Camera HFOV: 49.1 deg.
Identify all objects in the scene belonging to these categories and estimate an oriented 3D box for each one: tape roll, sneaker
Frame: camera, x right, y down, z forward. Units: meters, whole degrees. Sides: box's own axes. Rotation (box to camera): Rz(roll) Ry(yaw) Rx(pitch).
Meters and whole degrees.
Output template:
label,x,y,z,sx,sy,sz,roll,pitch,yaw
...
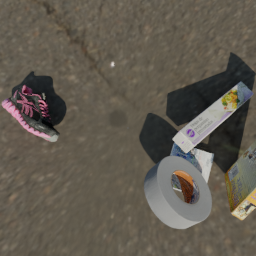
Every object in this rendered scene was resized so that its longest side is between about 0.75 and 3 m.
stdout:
label,x,y,z,sx,sy,sz,roll,pitch,yaw
tape roll,1.182,1.482,6.579,1.629,0.538,1.629,23,45,-25
sneaker,-2.483,-0.469,7.561,2.123,0.839,1.013,37,84,25

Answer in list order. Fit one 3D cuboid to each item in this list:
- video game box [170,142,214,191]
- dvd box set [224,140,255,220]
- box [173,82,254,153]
label,x,y,z,sx,sy,sz,roll,pitch,yaw
video game box,1.620,1.128,7.583,1.122,0.288,1.231,18,74,3
dvd box set,3.125,0.761,6.380,0.347,1.725,2.358,33,114,0
box,2.335,-0.343,7.505,2.709,0.561,0.524,-36,75,-25
